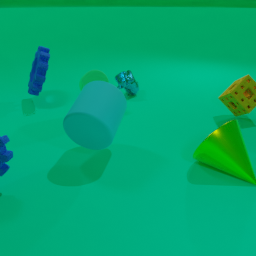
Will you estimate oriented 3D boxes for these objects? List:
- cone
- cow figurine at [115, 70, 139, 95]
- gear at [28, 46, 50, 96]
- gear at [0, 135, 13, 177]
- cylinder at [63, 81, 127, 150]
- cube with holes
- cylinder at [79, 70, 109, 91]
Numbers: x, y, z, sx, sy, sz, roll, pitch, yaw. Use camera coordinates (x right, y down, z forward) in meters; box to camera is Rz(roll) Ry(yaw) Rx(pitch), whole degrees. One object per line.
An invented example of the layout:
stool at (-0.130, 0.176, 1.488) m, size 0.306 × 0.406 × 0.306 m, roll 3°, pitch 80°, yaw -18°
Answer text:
cone at (2.102, 0.656, 5.484) m, size 1.168 × 1.168 × 1.172 m, roll -19°, pitch 58°, yaw -34°
cow figurine at (0.006, -1.487, 9.551) m, size 0.644 × 1.173 × 1.155 m, roll -29°, pitch 37°, yaw 16°
gear at (-2.841, -1.804, 8.882) m, size 0.284 × 1.535 × 1.535 m, roll 12°, pitch 18°, yaw -28°
gear at (-2.622, 0.418, 4.835) m, size 1.187 × 1.187 × 0.220 m, roll 1°, pitch 17°, yaw 3°
cylinder at (-0.663, -0.265, 5.864) m, size 1.056 × 1.056 × 1.056 m, roll 7°, pitch 47°, yaw 15°
cube with holes at (3.194, -0.888, 7.864) m, size 0.754 × 0.754 × 0.754 m, roll -44°, pitch 1°, yaw -8°
cylinder at (-0.996, -1.268, 8.119) m, size 0.753 × 0.753 × 0.753 m, roll -8°, pitch 7°, yaw -16°
